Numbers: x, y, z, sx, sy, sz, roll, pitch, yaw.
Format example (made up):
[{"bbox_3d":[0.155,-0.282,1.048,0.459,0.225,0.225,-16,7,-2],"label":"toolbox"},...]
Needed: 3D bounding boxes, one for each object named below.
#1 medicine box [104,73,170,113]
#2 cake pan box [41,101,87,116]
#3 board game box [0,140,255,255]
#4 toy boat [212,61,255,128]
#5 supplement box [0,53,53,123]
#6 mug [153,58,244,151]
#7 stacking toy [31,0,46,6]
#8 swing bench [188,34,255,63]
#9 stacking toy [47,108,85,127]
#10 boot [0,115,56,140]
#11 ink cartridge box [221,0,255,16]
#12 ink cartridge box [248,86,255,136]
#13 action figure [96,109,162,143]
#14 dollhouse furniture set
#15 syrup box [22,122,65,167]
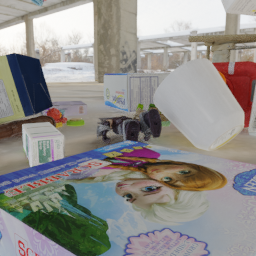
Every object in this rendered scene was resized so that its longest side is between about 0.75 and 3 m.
[{"bbox_3d":[0.728,-1.548,11.606,2.820,1.451,2.569,-5,12,-24],"label":"medicine box"},{"bbox_3d":[-2.365,-0.731,10.202,1.593,0.417,1.467,-4,10,-18],"label":"cake pan box"},{"bbox_3d":[0.146,0.703,2.697,2.343,0.483,2.349,9,14,38],"label":"board game box"},{"bbox_3d":[2.239,-1.000,7.346,2.724,1.778,1.780,4,-7,27],"label":"toy boat"},{"bbox_3d":[-3.287,-0.863,7.009,2.108,1.417,2.110,-14,10,-1],"label":"supplement box"},{"bbox_3d":[1.567,-0.361,5.491,1.732,1.387,1.422,-6,53,-42],"label":"mug"},{"bbox_3d":[-3.186,-4.192,8.702,1.235,0.522,1.118,32,-7,-24],"label":"stacking toy"},{"bbox_3d":[3.251,-1.480,8.469,2.551,2.537,1.655,8,13,32],"label":"swing bench"},{"bbox_3d":[-1.835,-0.378,8.128,1.093,0.510,1.207,-3,12,-12],"label":"stacking toy"},{"bbox_3d":[-2.467,0.068,5.945,1.356,0.467,1.455,-9,4,23],"label":"boot"},{"bbox_3d":[3.329,-3.074,5.709,2.554,0.862,1.488,-3,-23,-20],"label":"ink cartridge box"},{"bbox_3d":[3.474,-0.447,6.372,1.184,1.365,0.297,8,-13,31],"label":"ink cartridge box"},{"bbox_3d":[-0.001,0.021,5.827,1.261,0.672,1.938,-10,3,-15],"label":"action figure"},{"bbox_3d":[0.521,-0.133,6.573,0.803,0.620,1.606,14,16,3],"label":"dollhouse furniture set"},{"bbox_3d":[-1.484,0.268,4.818,0.532,0.514,1.306,-5,13,-24],"label":"syrup box"}]
